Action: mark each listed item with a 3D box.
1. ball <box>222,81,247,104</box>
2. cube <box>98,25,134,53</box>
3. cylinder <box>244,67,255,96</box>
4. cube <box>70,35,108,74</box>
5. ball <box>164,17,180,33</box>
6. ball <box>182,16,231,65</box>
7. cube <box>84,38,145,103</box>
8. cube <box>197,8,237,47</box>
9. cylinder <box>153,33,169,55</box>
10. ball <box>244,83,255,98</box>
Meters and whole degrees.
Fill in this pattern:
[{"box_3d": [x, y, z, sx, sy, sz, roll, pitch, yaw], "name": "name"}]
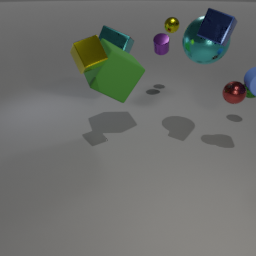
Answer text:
[{"box_3d": [3.253, -1.082, 8.568, 0.700, 0.700, 0.700, 0, 28, 0], "name": "ball"}, {"box_3d": [-0.682, -4.014, 13.819, 1.400, 1.400, 1.400, 26, 13, 6], "name": "cube"}, {"box_3d": [3.781, -1.338, 8.060, 0.700, 0.700, 0.700, 3, 27, 6], "name": "cylinder"}, {"box_3d": [-1.066, -1.973, 7.562, 0.700, 0.700, 0.700, -27, 5, -18], "name": "cube"}, {"box_3d": [1.997, -4.688, 12.768, 0.700, 0.700, 0.700, 0, 28, 0], "name": "ball"}, {"box_3d": [2.345, -2.625, 8.425, 1.400, 1.400, 1.400, 0, 28, 0], "name": "ball"}, {"box_3d": [-0.521, -1.969, 9.666, 1.400, 1.400, 1.400, 22, 23, -32], "name": "cube"}, {"box_3d": [2.314, -2.592, 7.258, 0.700, 0.700, 0.700, 30, 22, 19], "name": "cube"}, {"box_3d": [1.511, -3.786, 12.677, 0.700, 0.700, 0.700, -3, 64, 7], "name": "cylinder"}, {"box_3d": [4.781, -1.499, 10.846, 0.700, 0.700, 0.700, 0, 28, 0], "name": "ball"}]
